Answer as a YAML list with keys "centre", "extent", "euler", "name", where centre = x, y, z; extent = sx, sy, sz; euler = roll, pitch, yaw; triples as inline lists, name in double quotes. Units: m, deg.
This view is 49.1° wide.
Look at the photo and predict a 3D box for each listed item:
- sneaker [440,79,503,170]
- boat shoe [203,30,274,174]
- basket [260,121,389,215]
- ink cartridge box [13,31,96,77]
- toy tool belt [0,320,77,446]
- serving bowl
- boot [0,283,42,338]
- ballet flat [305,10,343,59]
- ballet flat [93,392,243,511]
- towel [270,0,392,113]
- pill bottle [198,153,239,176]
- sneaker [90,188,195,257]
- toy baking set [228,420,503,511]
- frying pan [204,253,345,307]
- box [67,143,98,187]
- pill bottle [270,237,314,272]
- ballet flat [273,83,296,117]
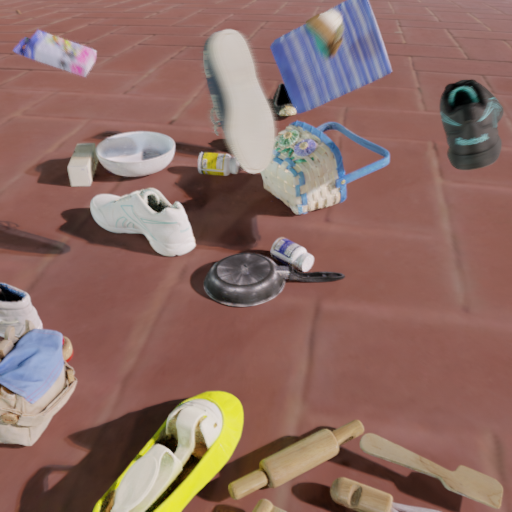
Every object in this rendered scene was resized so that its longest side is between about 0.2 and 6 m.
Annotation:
- centre: [3.603, -2.515, 9.392]
  extent: [1.027, 1.080, 2.724]
  euler: [-12, 33, 21]
  name: "sneaker"
- centre: [-0.323, -2.281, 8.463]
  extent: [0.786, 2.099, 0.649]
  euler: [-28, 21, -21]
  name: "boat shoe"
- centre: [1.374, -2.009, 11.906]
  extent: [2.319, 1.613, 2.044]
  euler: [-27, 42, -21]
  name: "basket"
- centre: [-3.543, -3.617, 9.907]
  extent: [1.260, 0.264, 0.752]
  euler: [14, 39, -12]
  name: "ink cartridge box"
- centre: [-2.923, 1.419, 7.264]
  extent: [1.156, 1.138, 1.852]
  euler: [3, 34, 4]
  name: "toy tool belt"
- centre: [-2.834, -2.339, 13.298]
  extent: [1.831, 0.602, 1.831]
  euler: [1, 34, 0]
  name: "serving bowl"
- centre: [-4.109, 0.715, 8.561]
  extent: [1.783, 0.852, 0.656]
  euler: [10, 35, 14]
  name: "boot"
- centre: [1.398, -4.361, 10.876]
  extent: [0.604, 0.644, 1.781]
  euler: [46, 14, 11]
  name: "ballet flat"
- centre: [-0.908, 2.255, 6.269]
  extent: [0.875, 0.878, 2.619]
  euler: [17, 37, 24]
  name: "ballet flat"
- centre: [1.593, -4.440, 12.484]
  extent: [2.498, 1.809, 0.298]
  euler: [-16, 10, 37]
  name: "towel"
- centre: [-0.878, -2.138, 13.094]
  extent: [0.895, 0.503, 0.503]
  euler: [6, 35, 7]
  name: "pill bottle"
- centre: [-2.224, -0.892, 10.806]
  extent: [2.583, 1.035, 0.908]
  euler: [20, 41, 29]
  name: "sneaker"
- centre: [1.148, 2.777, 6.051]
  extent: [2.879, 0.335, 2.209]
  euler: [-21, 42, -28]
  name: "toy baking set"
- centre: [0.230, 0.428, 9.493]
  extent: [2.330, 0.379, 1.409]
  euler: [8, 35, 17]
  name: "frying pan"
- centre: [-4.029, -2.138, 13.069]
  extent: [0.452, 0.543, 1.323]
  euler: [-3, 33, -5]
  name: "box"
- centre: [0.653, -0.007, 10.016]
  extent: [0.719, 0.430, 0.430]
  euler: [30, 44, 35]
  name: "pill bottle"
- centre: [0.798, -4.599, 16.675]
  extent: [0.649, 0.554, 1.952]
  euler: [-4, 34, -6]
  name: "ballet flat"
